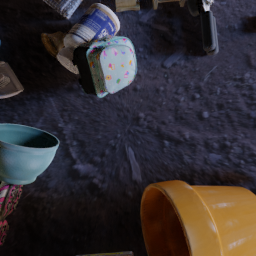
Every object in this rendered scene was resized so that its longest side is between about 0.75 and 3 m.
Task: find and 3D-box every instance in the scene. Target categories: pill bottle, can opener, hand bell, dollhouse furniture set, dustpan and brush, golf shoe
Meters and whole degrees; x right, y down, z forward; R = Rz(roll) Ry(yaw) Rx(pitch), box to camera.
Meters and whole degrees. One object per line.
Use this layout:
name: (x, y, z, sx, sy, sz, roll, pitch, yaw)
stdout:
pill bottle: (-1.424, -3.109, 9.897, 1.300, 1.300, 2.343, 31, 75, 9)
can opener: (2.889, -4.001, 10.597, 0.909, 0.720, 2.735, -16, 68, 32)
hand bell: (-2.197, -3.497, 10.423, 0.951, 0.951, 1.826, 42, 64, 12)
dollhouse furniture set: (0.771, -5.823, 10.435, 2.669, 1.881, 1.870, -5, 73, 0)
dustpan and brush: (-4.943, -1.420, 9.736, 2.088, 0.598, 1.457, -34, 76, -10)
golf shoe: (-4.002, 2.368, 8.407, 1.123, 0.885, 2.438, 16, 73, 5)

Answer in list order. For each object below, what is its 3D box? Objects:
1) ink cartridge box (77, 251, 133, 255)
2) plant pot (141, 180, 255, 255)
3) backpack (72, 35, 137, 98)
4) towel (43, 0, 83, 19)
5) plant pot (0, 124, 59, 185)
ink cartridge box: (-0.946, 4.798, 7.859, 2.333, 0.548, 2.305, -3, 74, 1)
plant pot: (2.102, 2.723, 7.480, 2.663, 2.909, 2.909, -7, 72, -19)
backpack: (-0.560, -2.052, 8.956, 1.485, 1.703, 1.937, 12, 39, 40)
towel: (-2.355, -5.454, 10.185, 1.845, 0.954, 2.228, 40, 100, -9)
plant pot: (-3.262, 0.843, 8.473, 2.045, 2.045, 1.370, 19, 102, 6)
